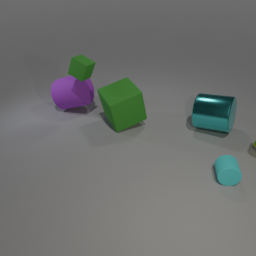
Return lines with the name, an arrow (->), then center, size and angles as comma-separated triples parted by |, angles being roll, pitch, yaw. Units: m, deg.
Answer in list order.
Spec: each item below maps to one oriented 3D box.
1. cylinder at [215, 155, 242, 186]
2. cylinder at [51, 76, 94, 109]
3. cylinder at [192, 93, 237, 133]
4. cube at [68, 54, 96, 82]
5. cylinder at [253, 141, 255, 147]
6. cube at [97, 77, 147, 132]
cylinder -> 3.087, 1.306, 8.672 | 0.700, 0.700, 0.700 | 4, 31, 7
cylinder -> -2.471, -1.630, 12.590 | 1.400, 1.400, 1.400 | -8, 25, 29
cylinder -> 3.407, -0.607, 11.037 | 1.400, 1.400, 1.400 | 10, 32, 29
cube -> -1.802, -2.337, 10.880 | 0.700, 0.700, 0.700 | 30, 33, 10
cylinder -> 4.788, 0.465, 9.570 | 0.700, 0.700, 0.700 | 27, 13, -7
cube -> -0.231, -0.964, 11.392 | 1.400, 1.400, 1.400 | -24, 42, -11
